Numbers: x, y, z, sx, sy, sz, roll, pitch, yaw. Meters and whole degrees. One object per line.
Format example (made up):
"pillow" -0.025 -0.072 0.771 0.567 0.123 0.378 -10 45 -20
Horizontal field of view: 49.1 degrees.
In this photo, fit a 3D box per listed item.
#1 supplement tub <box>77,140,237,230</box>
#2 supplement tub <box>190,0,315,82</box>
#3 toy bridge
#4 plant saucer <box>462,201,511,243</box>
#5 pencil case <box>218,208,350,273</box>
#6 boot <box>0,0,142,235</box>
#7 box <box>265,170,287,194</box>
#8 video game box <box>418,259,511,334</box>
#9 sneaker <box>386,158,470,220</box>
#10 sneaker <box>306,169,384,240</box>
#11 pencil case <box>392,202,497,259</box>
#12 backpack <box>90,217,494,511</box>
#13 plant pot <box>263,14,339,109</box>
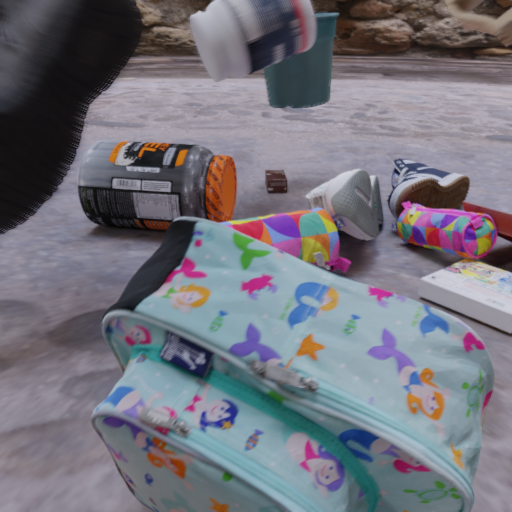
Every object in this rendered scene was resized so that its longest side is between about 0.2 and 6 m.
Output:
"supplement tub" -1.591 -1.154 9.341 2.376 1.456 1.456 5 24 11
"supplement tub" -0.048 -3.715 9.214 1.789 1.256 1.256 -24 28 -6
"toy bridge" 3.053 -3.702 7.678 0.356 0.879 2.614 26 45 -31
"plant saucer" 3.963 -0.252 7.972 1.616 0.297 1.613 17 9 -27
"pencil case" 0.022 -0.025 7.384 2.357 1.042 1.042 -11 26 -21
"boot" -2.696 -1.737 5.987 2.062 1.093 3.132 31 81 35
"box" 0.409 -1.555 11.695 0.409 0.306 0.818 -1 26 -4
"video game box" 2.923 0.460 7.110 1.155 0.297 1.267 -19 30 -36
"sneaker" 2.723 -1.193 10.118 1.336 0.863 2.463 27 28 37
"sneaker" 1.341 -0.744 8.845 1.173 1.030 2.928 -6 3 16
"pencil case" 2.749 -0.398 8.292 0.704 0.704 1.592 -11 15 -23
"backpack" 0.235 1.024 3.654 2.350 2.086 1.769 15 52 11
"plant pot" 0.817 -3.832 11.033 1.671 1.636 1.671 -5 24 2
